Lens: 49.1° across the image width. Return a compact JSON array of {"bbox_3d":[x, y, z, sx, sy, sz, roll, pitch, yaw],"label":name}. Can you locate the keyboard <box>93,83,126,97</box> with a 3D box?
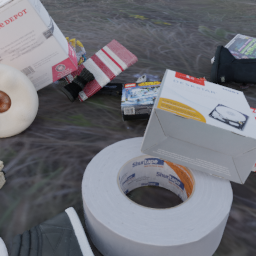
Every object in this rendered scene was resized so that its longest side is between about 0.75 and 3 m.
[{"bbox_3d":[-0.662,-1.418,10.582,1.937,0.249,1.163,-2,28,-1],"label":"keyboard"}]

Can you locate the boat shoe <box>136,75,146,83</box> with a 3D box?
[{"bbox_3d":[0.519,-1.927,11.295,0.271,0.248,0.753,22,40,28],"label":"boat shoe"}]

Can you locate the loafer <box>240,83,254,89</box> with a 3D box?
[{"bbox_3d":[4.731,-1.788,11.078,0.834,0.263,0.300,-22,40,-29],"label":"loafer"}]

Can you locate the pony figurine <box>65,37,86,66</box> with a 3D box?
[{"bbox_3d":[-2.367,-2.794,11.604,1.692,1.753,1.460,-1,39,28],"label":"pony figurine"}]

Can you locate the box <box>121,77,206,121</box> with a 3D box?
[{"bbox_3d":[1.266,-1.009,9.273,2.926,0.583,2.003,-4,29,4],"label":"box"}]

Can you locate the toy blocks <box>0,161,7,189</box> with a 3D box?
[{"bbox_3d":[-3.757,1.051,5.657,1.544,1.714,1.835,11,39,6],"label":"toy blocks"}]

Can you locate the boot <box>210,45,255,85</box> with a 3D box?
[{"bbox_3d":[4.596,-2.525,11.311,2.190,0.995,2.607,5,40,21],"label":"boot"}]

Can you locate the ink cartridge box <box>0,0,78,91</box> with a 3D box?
[{"bbox_3d":[-3.426,-2.928,9.528,2.167,2.976,1.262,-25,46,9],"label":"ink cartridge box"}]

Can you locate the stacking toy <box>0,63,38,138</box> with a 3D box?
[{"bbox_3d":[-3.959,-1.117,9.015,2.144,2.144,2.934,-9,20,-12],"label":"stacking toy"}]

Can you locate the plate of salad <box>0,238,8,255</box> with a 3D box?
[{"bbox_3d":[-3.064,2.508,4.286,2.380,0.572,2.380,-9,36,7],"label":"plate of salad"}]

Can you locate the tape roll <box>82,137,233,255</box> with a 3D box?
[{"bbox_3d":[0.547,1.392,5.794,2.937,0.970,2.937,0,34,0],"label":"tape roll"}]

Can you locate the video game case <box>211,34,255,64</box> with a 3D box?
[{"bbox_3d":[5.248,-3.370,12.698,2.183,0.255,1.985,-43,50,-17],"label":"video game case"}]

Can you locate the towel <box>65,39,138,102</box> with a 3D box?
[{"bbox_3d":[-1.044,-2.178,10.513,2.529,0.288,1.822,-38,47,-1],"label":"towel"}]

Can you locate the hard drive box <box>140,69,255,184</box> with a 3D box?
[{"bbox_3d":[1.604,-0.225,6.416,2.142,1.055,2.748,17,28,3],"label":"hard drive box"}]

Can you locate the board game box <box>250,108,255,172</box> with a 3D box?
[{"bbox_3d":[3.416,0.226,7.876,1.805,0.552,2.383,16,37,21],"label":"board game box"}]

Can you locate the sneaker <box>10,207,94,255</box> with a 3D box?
[{"bbox_3d":[-1.075,2.482,4.346,1.339,0.955,2.701,-18,33,-20],"label":"sneaker"}]

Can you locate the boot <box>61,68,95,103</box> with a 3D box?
[{"bbox_3d":[-1.656,-1.494,9.482,1.157,0.582,1.547,-38,21,1],"label":"boot"}]
